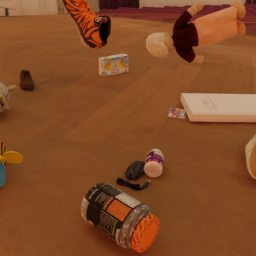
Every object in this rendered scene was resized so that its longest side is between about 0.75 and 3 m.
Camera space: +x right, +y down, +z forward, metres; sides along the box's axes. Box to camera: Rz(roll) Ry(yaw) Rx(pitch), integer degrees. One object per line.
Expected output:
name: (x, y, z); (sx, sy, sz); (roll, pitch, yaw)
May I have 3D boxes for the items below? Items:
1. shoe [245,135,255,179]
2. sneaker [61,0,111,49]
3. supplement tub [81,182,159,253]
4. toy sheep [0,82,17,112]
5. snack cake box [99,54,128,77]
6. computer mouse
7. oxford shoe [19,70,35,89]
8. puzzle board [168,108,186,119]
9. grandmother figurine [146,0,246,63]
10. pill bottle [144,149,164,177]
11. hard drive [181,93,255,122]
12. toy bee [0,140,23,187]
shoe: (3.648, 0.601, 7.339); (0.954, 0.729, 2.730); (50, 47, 6)
sneaker: (-1.615, -4.838, 11.846); (1.678, 2.996, 1.162); (11, 49, 46)
supplement tub: (-0.150, 1.616, 5.117); (1.340, 0.821, 0.821); (23, 35, 36)
toy sheep: (-4.814, -1.022, 9.721); (1.987, 1.370, 1.370); (-23, 34, -20)
snack cake box: (-0.734, -3.271, 14.515); (1.556, 0.895, 0.523); (-20, 34, -33)
computer mouse: (0.266, 1.090, 6.771); (0.740, 0.243, 1.054); (16, 32, 30)
oxford shoe: (-4.654, -2.237, 12.719); (0.620, 0.720, 1.706); (-13, 31, -27)
puzzle board: (1.787, -0.549, 10.138); (0.605, 0.070, 0.802); (7, 28, 13)
grandmother figurine: (1.611, -2.264, 6.855); (2.396, 1.453, 0.726); (-16, 23, -2)
pill bottle: (0.662, 0.849, 7.020); (0.441, 0.441, 0.785); (5, 27, 9)
hard drive: (3.562, -0.766, 10.151); (2.954, 0.394, 1.949); (0, 27, -1)
toy bee: (-3.173, 0.792, 6.167); (1.627, 1.351, 2.485); (-13, 29, -25)
